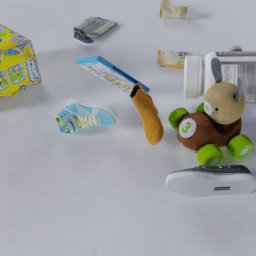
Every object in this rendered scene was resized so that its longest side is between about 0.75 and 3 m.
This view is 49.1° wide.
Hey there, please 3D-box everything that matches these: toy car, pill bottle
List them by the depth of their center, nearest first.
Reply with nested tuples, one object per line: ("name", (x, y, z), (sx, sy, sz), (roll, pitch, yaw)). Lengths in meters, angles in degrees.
("toy car", (2.242, -0.503, 7.173), (1.834, 2.325, 1.910), (-15, 46, -15))
("pill bottle", (3.175, -1.551, 8.661), (2.810, 1.599, 1.599), (2, 44, 10))

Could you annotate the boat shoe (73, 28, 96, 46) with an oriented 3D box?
("boat shoe", (-1.908, -3.931, 12.042), (1.154, 0.524, 0.408), (25, 49, 24))

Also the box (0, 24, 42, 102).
("box", (-4.910, -2.209, 9.433), (2.700, 1.647, 2.600), (32, 52, 30))

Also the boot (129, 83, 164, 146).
("boot", (0.443, -0.403, 7.635), (0.573, 1.165, 1.628), (-26, 38, 23))

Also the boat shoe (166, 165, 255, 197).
("boat shoe", (1.925, 1.191, 6.641), (2.156, 0.740, 0.610), (3, 40, -6))

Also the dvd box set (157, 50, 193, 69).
("dvd box set", (1.854, -2.674, 10.967), (1.415, 0.208, 1.036), (4, 44, 4))

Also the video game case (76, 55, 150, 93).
("video game case", (-0.460, -1.575, 8.466), (1.405, 1.963, 0.175), (14, 79, 56))

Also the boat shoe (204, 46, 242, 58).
("boat shoe", (3.602, -2.550, 10.598), (1.984, 0.681, 0.562), (-22, 67, -19))

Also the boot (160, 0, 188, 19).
("boot", (2.329, -6.054, 14.175), (1.350, 0.632, 1.737), (7, 44, 6))

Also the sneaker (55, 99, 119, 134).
("sneaker", (-1.258, -0.164, 8.008), (1.848, 0.735, 1.206), (13, 43, 27))

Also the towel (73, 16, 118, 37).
("towel", (-1.496, -4.820, 13.148), (1.549, 0.278, 1.609), (22, 47, 22))
